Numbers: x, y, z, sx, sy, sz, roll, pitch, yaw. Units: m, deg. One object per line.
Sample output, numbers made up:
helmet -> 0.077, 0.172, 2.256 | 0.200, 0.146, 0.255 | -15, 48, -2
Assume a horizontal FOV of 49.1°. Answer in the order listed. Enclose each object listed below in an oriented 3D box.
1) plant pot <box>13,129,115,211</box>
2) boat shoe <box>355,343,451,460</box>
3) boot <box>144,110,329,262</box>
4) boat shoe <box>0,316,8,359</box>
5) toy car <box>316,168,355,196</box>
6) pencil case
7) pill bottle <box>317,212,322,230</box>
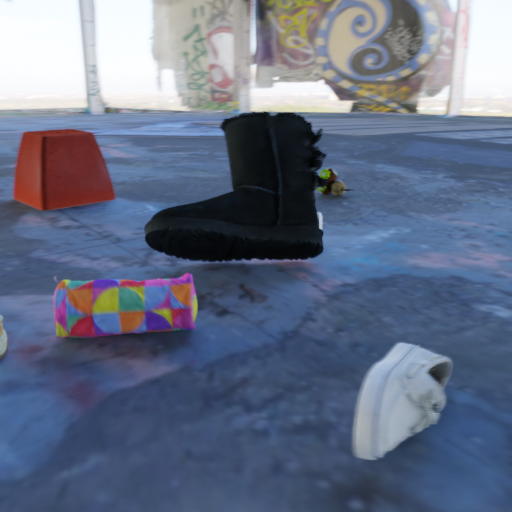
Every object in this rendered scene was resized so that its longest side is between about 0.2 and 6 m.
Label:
plant pot -> -4.966, -2.291, 14.259 | 1.966, 1.734, 1.968 | -15, 23, -40
boat shoe -> 1.395, 1.302, 5.102 | 0.594, 0.651, 1.808 | 5, 10, 28
boot -> -0.274, -1.278, 9.708 | 3.195, 2.618, 1.182 | 1, -24, -9
boat shoe -> -3.499, 0.994, 5.488 | 0.860, 0.914, 2.400 | 5, 19, 14
toy car -> 2.168, -1.898, 14.896 | 0.897, 0.708, 0.737 | 22, 16, 25
pencil case -> -1.636, 0.606, 6.995 | 1.783, 0.788, 0.788 | 0, 18, -7
pill bottle -> 0.607, -0.607, 10.784 | 1.237, 0.678, 0.678 | 7, 19, 19
